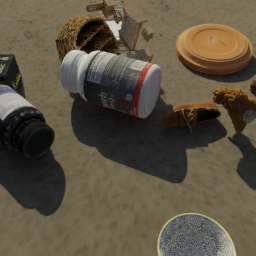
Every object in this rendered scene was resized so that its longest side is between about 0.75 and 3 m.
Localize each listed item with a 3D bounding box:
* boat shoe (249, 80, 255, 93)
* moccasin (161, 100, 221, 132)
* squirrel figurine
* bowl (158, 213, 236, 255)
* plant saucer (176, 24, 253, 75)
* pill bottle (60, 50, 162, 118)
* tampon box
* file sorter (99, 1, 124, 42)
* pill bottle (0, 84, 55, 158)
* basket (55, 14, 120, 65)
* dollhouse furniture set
[{"bbox_3d":[4.457,-1.282,8.296,1.561,0.549,0.550,6,49,7],"label":"boat shoe"},{"bbox_3d":[1.670,-0.287,7.398,1.657,0.606,0.640,-8,39,-20],"label":"moccasin"},{"bbox_3d":[2.611,-0.638,6.879,0.847,1.196,1.117,-39,31,13],"label":"squirrel figurine"},{"bbox_3d":[1.164,2.271,4.991,1.322,0.620,1.322,0,47,0],"label":"bowl"},{"bbox_3d":[2.971,-2.849,9.666,2.586,0.417,2.586,-1,53,2],"label":"plant saucer"},{"bbox_3d":[-0.466,-1.277,7.664,2.507,1.452,1.452,18,50,16],"label":"pill bottle"},{"bbox_3d":[-4.045,-1.471,8.197,1.460,0.922,1.094,0,48,0],"label":"tampon box"},{"bbox_3d":[-0.571,-3.999,10.534,1.003,0.900,1.446,-6,48,-5],"label":"file sorter"},{"bbox_3d":[-2.772,-0.170,6.873,2.038,1.140,1.140,35,57,26],"label":"pill bottle"},{"bbox_3d":[-1.246,-2.839,9.168,1.400,1.342,1.880,20,51,19],"label":"basket"},{"bbox_3d":[-0.344,-3.197,8.855,1.226,1.436,2.770,-20,71,-20],"label":"dollhouse furniture set"}]
